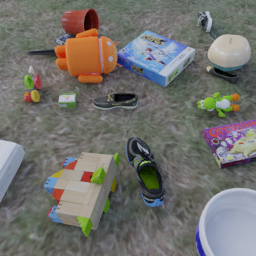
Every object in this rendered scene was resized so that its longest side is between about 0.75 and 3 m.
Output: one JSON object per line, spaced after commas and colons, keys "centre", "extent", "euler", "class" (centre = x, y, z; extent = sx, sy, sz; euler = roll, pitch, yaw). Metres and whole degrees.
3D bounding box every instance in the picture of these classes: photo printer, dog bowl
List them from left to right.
{"centre": [-4.850, 1.236, 8.431], "extent": [2.667, 0.926, 2.219], "euler": [10, 50, 8], "class": "photo printer"}
{"centre": [2.976, 2.819, 7.059], "extent": [2.424, 0.955, 2.424], "euler": [0, 49, 0], "class": "dog bowl"}

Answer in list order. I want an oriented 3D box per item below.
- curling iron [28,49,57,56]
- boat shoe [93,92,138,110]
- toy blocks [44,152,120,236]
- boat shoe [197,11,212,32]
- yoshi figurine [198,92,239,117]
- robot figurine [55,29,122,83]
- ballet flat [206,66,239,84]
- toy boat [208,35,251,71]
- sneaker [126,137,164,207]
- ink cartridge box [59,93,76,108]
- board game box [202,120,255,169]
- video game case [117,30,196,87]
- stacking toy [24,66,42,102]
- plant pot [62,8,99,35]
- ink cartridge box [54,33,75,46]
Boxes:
{"centre": [-3.180, -3.640, 12.944], "extent": [2.809, 0.359, 0.696], "euler": [-11, 88, -5], "class": "curling iron"}
{"centre": [-0.495, -1.087, 10.686], "extent": [1.747, 0.526, 0.623], "euler": [-2, 52, -1], "class": "boat shoe"}
{"centre": [-1.483, 1.681, 8.025], "extent": [1.807, 1.321, 2.644], "euler": [3, 47, 18], "class": "toy blocks"}
{"centre": [3.893, -5.505, 14.384], "extent": [0.626, 0.676, 1.832], "euler": [6, 49, 0], "class": "boat shoe"}
{"centre": [3.368, -0.885, 10.342], "extent": [1.481, 0.829, 0.832], "euler": [-4, 51, -2], "class": "yoshi figurine"}
{"centre": [-1.621, -3.006, 11.669], "extent": [2.691, 1.569, 1.936], "euler": [-5, 46, -4], "class": "robot figurine"}
{"centre": [4.011, -2.330, 11.843], "extent": [1.443, 0.410, 0.480], "euler": [29, 55, 23], "class": "ballet flat"}
{"centre": [4.876, -2.940, 11.911], "extent": [2.904, 1.350, 2.441], "euler": [16, 43, 22], "class": "toy boat"}
{"centre": [0.564, 1.157, 8.468], "extent": [0.841, 0.983, 2.372], "euler": [-10, 50, -11], "class": "sneaker"}
{"centre": [-2.346, -1.176, 10.918], "extent": [0.611, 0.313, 0.826], "euler": [-3, 50, -3], "class": "ink cartridge box"}
{"centre": [3.993, 0.456, 9.512], "extent": [2.493, 0.403, 1.496], "euler": [-11, 46, -9], "class": "board game box"}
{"centre": [1.212, -3.184, 12.447], "extent": [2.689, 0.611, 2.437], "euler": [30, 55, 23], "class": "video game case"}
{"centre": [-3.849, -1.692, 10.901], "extent": [0.512, 1.098, 1.213], "euler": [-8, 50, 9], "class": "stacking toy"}
{"centre": [-2.378, -5.125, 13.705], "extent": [1.400, 1.440, 1.440], "euler": [13, 50, 22], "class": "plant pot"}
{"centre": [-2.925, -4.227, 13.579], "extent": [1.367, 0.268, 0.680], "euler": [31, 57, 25], "class": "ink cartridge box"}
